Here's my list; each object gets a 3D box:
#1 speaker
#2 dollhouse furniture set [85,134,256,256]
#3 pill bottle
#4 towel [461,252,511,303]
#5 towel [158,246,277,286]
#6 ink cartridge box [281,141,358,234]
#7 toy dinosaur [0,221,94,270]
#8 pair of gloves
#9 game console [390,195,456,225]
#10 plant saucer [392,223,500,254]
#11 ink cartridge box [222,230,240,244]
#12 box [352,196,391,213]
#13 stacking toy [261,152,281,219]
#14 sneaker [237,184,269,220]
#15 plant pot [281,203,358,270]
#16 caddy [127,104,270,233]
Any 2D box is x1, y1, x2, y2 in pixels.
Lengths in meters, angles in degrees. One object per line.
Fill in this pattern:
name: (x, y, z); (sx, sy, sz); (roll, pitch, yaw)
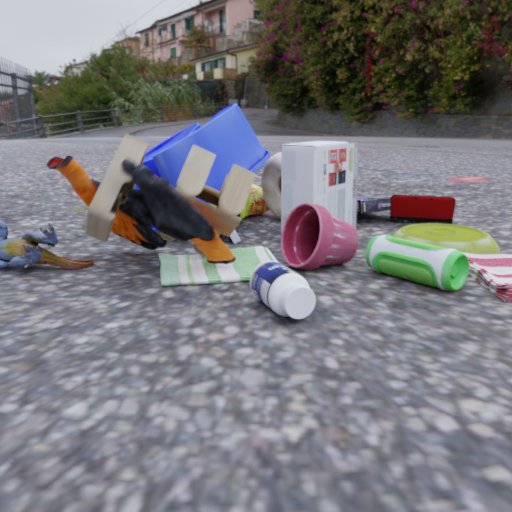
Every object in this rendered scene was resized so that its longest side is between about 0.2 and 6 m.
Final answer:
speaker: (2.467, 0.087, 8.701); (0.673, 0.673, 1.523); (-13, 20, -39)
dollhouse furniture set: (-1.354, -0.695, 8.725); (2.128, 1.414, 1.865); (23, -25, -11)
pill bottle: (0.361, 0.463, 7.451); (0.583, 0.583, 1.050); (-6, 17, -21)
towel: (4.222, 0.269, 8.825); (1.583, 0.250, 2.198); (0, 15, -1)
towel: (-0.617, 0.149, 9.292); (1.943, 0.227, 1.482); (-3, 16, -11)
ink cartridge box: (1.307, -1.302, 11.315); (0.820, 1.956, 1.717); (11, 18, 38)
toy dinosaur: (-4.140, 0.055, 9.315); (1.819, 2.004, 1.052); (-13, 46, 36)
pair of gloves: (-1.867, -0.691, 9.041); (2.815, 2.508, 0.348); (8, 61, 40)
game console: (3.840, -1.189, 12.971); (1.402, 0.832, 1.208); (5, 26, 15)
plant saucer: (3.626, -0.328, 10.877); (2.076, 0.323, 2.076); (-1, 15, 0)
ink cartridge box: (-0.680, -0.701, 11.311); (0.183, 0.841, 0.833); (-30, 22, -10)
box: (2.446, -1.249, 13.680); (1.417, 0.358, 1.982); (-9, 7, -29)
stacking toy: (1.373, -1.787, 13.663); (2.211, 1.615, 1.615); (-14, 21, -39)
sneaker: (-0.084, -1.319, 13.795); (0.896, 0.776, 1.985); (20, 28, 5)
plant pot: (1.127, -0.280, 9.477); (0.993, 1.110, 1.110); (9, 9, -32)
caddy: (-1.254, -1.764, 12.327); (2.617, 1.943, 3.701); (-15, 23, 37)
